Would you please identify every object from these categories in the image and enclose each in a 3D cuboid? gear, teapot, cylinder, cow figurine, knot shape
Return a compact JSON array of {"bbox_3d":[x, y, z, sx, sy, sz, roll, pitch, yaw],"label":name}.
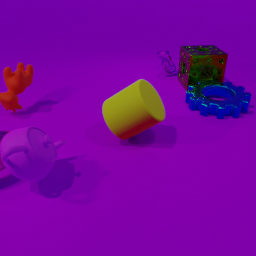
[{"bbox_3d":[2.750,-0.939,8.632,1.889,0.349,1.889,-1,34,1],"label":"gear"},{"bbox_3d":[-1.809,0.437,5.444,0.863,1.097,1.764,-34,-8,13],"label":"teapot"},{"bbox_3d":[0.145,-0.430,6.749,1.107,1.107,1.107,-28,18,28],"label":"cylinder"},{"bbox_3d":[-3.213,-1.156,8.098,0.696,1.248,1.268,15,29,10],"label":"cow figurine"},{"bbox_3d":[1.484,-2.652,10.993,0.505,1.022,1.092,-24,60,15],"label":"knot shape"}]

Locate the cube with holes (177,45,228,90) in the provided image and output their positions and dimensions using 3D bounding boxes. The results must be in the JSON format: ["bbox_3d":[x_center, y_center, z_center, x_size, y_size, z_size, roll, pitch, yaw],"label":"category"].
[{"bbox_3d":[2.588,-2.145,9.948,1.268,1.268,1.268,-3,30,-5],"label":"cube with holes"}]

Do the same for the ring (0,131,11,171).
[{"bbox_3d":[-3.145,0.562,5.956,1.819,0.364,1.819,-7,25,3],"label":"ring"}]
